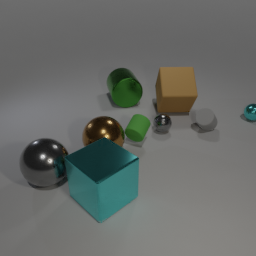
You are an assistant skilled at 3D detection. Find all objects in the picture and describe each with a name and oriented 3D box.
[{"bbox_3d":[1.961,-1.569,11.663,1.400,1.400,1.400,-1,66,-3],"label":"cube"},{"bbox_3d":[-2.387,0.983,8.082,1.400,1.400,1.400,0,31,0],"label":"ball"},{"bbox_3d":[5.090,-0.648,11.400,0.700,0.700,0.700,0,31,0],"label":"ball"},{"bbox_3d":[-0.177,-1.843,12.708,1.400,1.400,1.400,-7,32,-11],"label":"cylinder"},{"bbox_3d":[2.983,-0.314,10.643,0.700,0.700,0.700,-10,67,25],"label":"cylinder"},{"bbox_3d":[0.333,-0.001,9.626,0.700,0.700,0.700,15,56,22],"label":"cylinder"},{"bbox_3d":[-0.674,1.329,7.526,1.400,1.400,1.400,-27,40,-36],"label":"cube"},{"bbox_3d":[1.302,-0.191,10.588,0.700,0.700,0.700,0,31,0],"label":"ball"},{"bbox_3d":[-0.806,0.301,9.235,1.400,1.400,1.400,0,31,0],"label":"ball"}]
